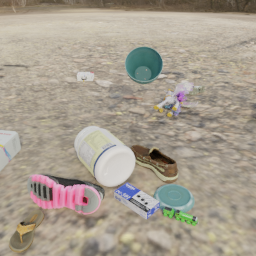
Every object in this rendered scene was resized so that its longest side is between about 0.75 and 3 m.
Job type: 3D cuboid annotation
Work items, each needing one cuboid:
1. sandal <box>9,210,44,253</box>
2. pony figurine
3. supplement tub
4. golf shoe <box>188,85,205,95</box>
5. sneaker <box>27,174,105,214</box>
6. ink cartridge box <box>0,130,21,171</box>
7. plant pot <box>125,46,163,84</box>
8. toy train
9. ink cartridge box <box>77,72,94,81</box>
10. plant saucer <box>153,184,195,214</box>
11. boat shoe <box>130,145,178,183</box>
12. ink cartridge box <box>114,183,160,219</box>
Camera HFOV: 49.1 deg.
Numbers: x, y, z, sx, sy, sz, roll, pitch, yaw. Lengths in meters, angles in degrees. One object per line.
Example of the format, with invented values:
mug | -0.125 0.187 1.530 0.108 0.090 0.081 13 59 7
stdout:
sandal | -2.429 2.386 6.726 0.524 0.352 1.305 7 28 7
pony figurine | 2.164 -1.267 12.619 1.668 1.439 1.728 6 43 29
supplement tub | -0.770 0.798 8.602 1.320 1.320 1.821 -17 33 -28
golf shoe | 3.451 -1.983 14.694 1.189 0.466 0.578 -7 12 -23
sneaker | -1.660 1.716 7.701 2.256 0.891 1.076 10 9 16
ink cartridge box | -4.568 0.820 9.156 1.313 0.746 1.802 5 29 10
plant pot | 0.604 -2.298 10.965 1.444 1.444 0.973 0 -14 1
toy train | 1.331 2.228 7.121 0.929 0.262 0.194 12 31 21
ink cartridge box | -2.492 -3.033 16.498 0.918 0.393 0.677 -1 29 2
plant saucer | 1.284 1.918 7.800 1.141 0.156 1.141 1 29 0
boat shoe | 0.829 0.911 8.982 0.757 0.759 2.051 -23 36 -35
ink cartridge box | 0.226 1.956 7.614 1.179 0.261 0.554 24 36 37
